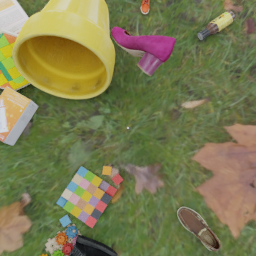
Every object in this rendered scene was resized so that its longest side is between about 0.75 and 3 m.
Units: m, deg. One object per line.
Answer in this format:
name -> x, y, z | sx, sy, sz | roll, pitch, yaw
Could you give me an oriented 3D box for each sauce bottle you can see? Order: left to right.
sauce bottle -> 3.217, -3.732, 10.253 | 1.477, 0.478, 0.478 | -35, 80, -8

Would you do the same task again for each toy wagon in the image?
toy wagon -> -4.111, -2.417, 9.202 | 1.928, 2.484, 0.492 | -28, 37, -6

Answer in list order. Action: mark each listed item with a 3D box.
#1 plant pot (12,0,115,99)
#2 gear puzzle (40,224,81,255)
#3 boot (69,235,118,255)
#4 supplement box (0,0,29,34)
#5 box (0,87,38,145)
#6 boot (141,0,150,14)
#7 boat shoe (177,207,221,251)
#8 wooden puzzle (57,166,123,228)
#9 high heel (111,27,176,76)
plant pot -> -1.784, -2.883, 8.964 | 2.976, 2.976, 2.800 | 7, 62, 1
gear puzzle -> -2.178, 3.765, 8.806 | 1.586, 0.208, 0.822 | -34, 80, -7
boot -> -1.140, 4.035, 8.579 | 1.439, 0.541, 1.076 | 21, 79, 4
supplement box -> -4.535, -3.869, 9.814 | 1.624, 0.948, 2.577 | -34, 83, -15
box -> -3.957, -0.382, 9.382 | 1.005, 0.788, 1.616 | 28, 80, 6
boot -> 0.667, -4.711, 10.474 | 0.322, 0.460, 0.857 | 7, 80, 0
boat shoe -> 2.250, 3.121, 8.733 | 1.663, 0.615, 0.614 | 42, 81, 8
wooden puzzle -> -1.328, 2.210, 9.130 | 1.437, 0.170, 2.423 | 32, 79, 7
high heel -> 0.416, -2.637, 8.282 | 1.198, 0.840, 2.492 | -49, 56, 19
